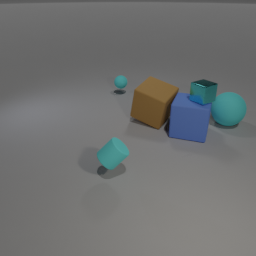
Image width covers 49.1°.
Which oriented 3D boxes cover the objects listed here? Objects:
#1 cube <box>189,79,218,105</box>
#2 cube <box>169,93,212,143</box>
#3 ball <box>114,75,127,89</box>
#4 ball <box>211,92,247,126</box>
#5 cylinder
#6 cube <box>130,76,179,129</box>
[{"bbox_3d":[2.791,-1.340,10.386,0.700,0.700,0.700,-18,32,-31],"label":"cube"},{"bbox_3d":[2.462,-0.445,10.983,1.400,1.400,1.400,9,29,17],"label":"cube"},{"bbox_3d":[-0.382,-2.439,14.885,0.700,0.700,0.700,0,28,0],"label":"ball"},{"bbox_3d":[4.167,-0.785,11.630,1.400,1.400,1.400,0,28,0],"label":"ball"},{"bbox_3d":[-0.441,0.752,8.264,0.700,0.700,0.700,42,17,-16],"label":"cylinder"},{"bbox_3d":[1.098,-1.080,11.730,1.400,1.400,1.400,26,43,18],"label":"cube"}]
